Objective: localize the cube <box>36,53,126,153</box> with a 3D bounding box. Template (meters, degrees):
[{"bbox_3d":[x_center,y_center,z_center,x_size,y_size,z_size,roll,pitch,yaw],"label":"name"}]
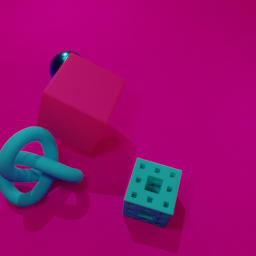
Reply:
[{"bbox_3d":[-1.040,-0.518,6.154,1.342,1.342,1.342,26,51,-7],"label":"cube"}]

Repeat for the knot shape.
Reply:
[{"bbox_3d":[-1.770,0.873,5.762,1.709,1.827,0.844,14,37,-22],"label":"knot shape"}]

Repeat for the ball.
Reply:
[{"bbox_3d":[-1.637,-1.593,7.728,1.055,1.055,1.055,0,54,0],"label":"ball"}]

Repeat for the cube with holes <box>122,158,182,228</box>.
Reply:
[{"bbox_3d":[0.469,1.328,5.683,0.917,0.917,0.917,16,57,7],"label":"cube with holes"}]
